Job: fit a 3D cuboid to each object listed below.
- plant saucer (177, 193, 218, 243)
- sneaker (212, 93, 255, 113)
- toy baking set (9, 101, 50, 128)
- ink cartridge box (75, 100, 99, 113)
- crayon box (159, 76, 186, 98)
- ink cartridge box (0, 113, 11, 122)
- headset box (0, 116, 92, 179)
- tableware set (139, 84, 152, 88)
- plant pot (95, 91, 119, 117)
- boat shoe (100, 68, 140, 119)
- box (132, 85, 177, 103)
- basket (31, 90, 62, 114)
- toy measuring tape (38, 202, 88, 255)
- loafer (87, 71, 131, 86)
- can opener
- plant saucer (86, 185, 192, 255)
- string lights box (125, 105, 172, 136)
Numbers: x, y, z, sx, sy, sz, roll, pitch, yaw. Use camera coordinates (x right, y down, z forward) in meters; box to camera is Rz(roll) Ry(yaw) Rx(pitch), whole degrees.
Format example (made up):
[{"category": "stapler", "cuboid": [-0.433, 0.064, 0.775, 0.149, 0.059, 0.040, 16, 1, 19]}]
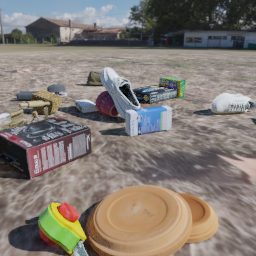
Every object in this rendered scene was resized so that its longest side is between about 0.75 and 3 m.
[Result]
[{"category": "plant saucer", "cuboid": [1.067, 1.693, 5.563, 1.407, 0.263, 1.407, 0, 20, 0]}, {"category": "sneaker", "cuboid": [4.694, -1.033, 12.394, 2.272, 0.868, 0.914, -12, 32, -27]}, {"category": "toy baking set", "cuboid": [-3.502, -0.485, 10.175, 1.897, 1.456, 0.221, -16, 65, -50]}, {"category": "ink cartridge box", "cuboid": [-1.629, -1.093, 13.198, 1.452, 0.414, 1.180, -13, 23, -22]}, {"category": "crayon box", "cuboid": [2.441, -2.303, 15.654, 0.462, 0.942, 1.586, -16, 26, -38]}, {"category": "ink cartridge box", "cuboid": [-5.442, -0.448, 11.611, 0.833, 0.238, 0.677, 10, 22, 14]}, {"category": "headset box", "cuboid": [-2.465, 0.472, 8.010, 1.718, 0.891, 2.308, 16, 26, 38]}, {"category": "tableware set", "cuboid": [1.619, -2.536, 17.384, 1.505, 0.209, 1.802, 10, 22, 25]}, {"category": "plant pot", "cuboid": [-0.762, -0.977, 12.089, 1.011, 1.011, 0.905, -16, 41, -37]}, {"category": "boat shoe", "cuboid": [-0.251, -1.637, 11.653, 1.017, 0.904, 2.765, -7, 57, -43]}, {"category": "box", "cuboid": [1.332, -1.851, 15.055, 2.104, 0.484, 1.672, -16, 25, -37]}, {"category": "basket", "cuboid": [-3.614, -1.105, 12.443, 1.125, 0.803, 0.838, 18, 23, 10]}, {"category": "toy measuring tape", "cuboid": [-1.057, 1.789, 4.610, 0.727, 0.727, 1.975, -9, 22, -24]}, {"category": "loafer", "cuboid": [-1.262, -3.287, 18.319, 2.897, 0.977, 1.101, -3, 20, -7]}, {"category": "can opener", "cuboid": [-4.480, -1.892, 14.605, 2.604, 0.871, 0.695, 1, 20, 2]}, {"category": "plant saucer", "cuboid": [0.191, 1.641, 5.222, 1.960, 0.316, 1.960, -7, 23, 3]}, {"category": "string lights box", "cuboid": [0.756, -0.277, 10.150, 1.656, 0.851, 0.488, -8, 21, -21]}]
